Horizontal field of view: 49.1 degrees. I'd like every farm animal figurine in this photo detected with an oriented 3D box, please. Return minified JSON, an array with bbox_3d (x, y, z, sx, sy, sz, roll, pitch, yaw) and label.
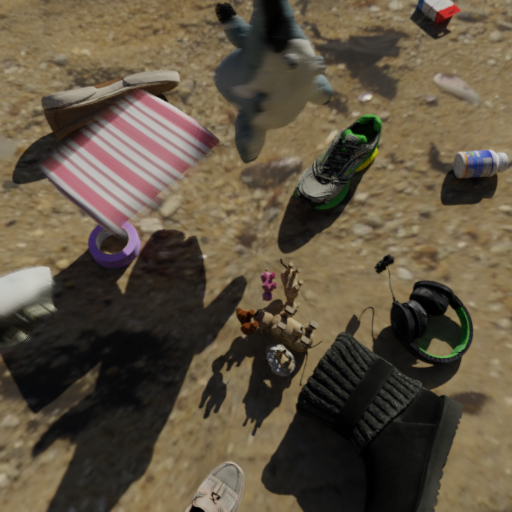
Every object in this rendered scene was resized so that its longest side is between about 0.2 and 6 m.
[{"bbox_3d":[0.437,1.092,9.891,1.635,0.852,1.617,-39,80,-27],"label":"farm animal figurine"}]

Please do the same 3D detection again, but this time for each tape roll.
[{"bbox_3d":[-2.749,-0.236,10.852,0.945,0.310,0.945,0,61,0],"label":"tape roll"}]

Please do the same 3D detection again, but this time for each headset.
[{"bbox_3d":[2.907,0.890,9.834,1.335,1.016,2.162,-40,80,-20],"label":"headset"}]

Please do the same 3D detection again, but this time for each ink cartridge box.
[{"bbox_3d":[4.599,-6.224,14.106,0.566,0.328,0.975,-29,65,-15],"label":"ink cartridge box"}]

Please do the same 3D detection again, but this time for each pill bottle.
[{"bbox_3d":[4.662,-1.909,11.629,0.972,0.545,0.545,-4,61,-2],"label":"pill bottle"}]

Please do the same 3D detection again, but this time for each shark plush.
[{"bbox_3d":[-0.136,-2.959,8.556,2.047,4.505,1.876,-40,86,6],"label":"shark plush"}]

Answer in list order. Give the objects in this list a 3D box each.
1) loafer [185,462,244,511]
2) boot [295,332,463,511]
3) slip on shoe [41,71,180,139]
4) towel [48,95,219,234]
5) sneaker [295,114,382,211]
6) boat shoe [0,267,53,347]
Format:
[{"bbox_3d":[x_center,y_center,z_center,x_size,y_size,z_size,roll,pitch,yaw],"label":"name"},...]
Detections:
[{"bbox_3d":[-0.810,3.985,8.365,0.710,0.621,1.975,30,65,15],"label":"loafer"},{"bbox_3d":[1.569,2.916,8.584,2.351,1.183,3.144,29,55,7],"label":"boot"},{"bbox_3d":[-3.075,-3.337,12.255,3.001,1.141,0.909,-19,103,-19],"label":"slip on shoe"},{"bbox_3d":[-2.154,-1.662,9.891,1.890,0.386,2.583,37,72,28],"label":"towel"},{"bbox_3d":[1.650,-1.962,11.352,0.997,1.088,2.554,33,67,16],"label":"sneaker"},{"bbox_3d":[-2.849,0.650,6.473,0.792,2.240,0.713,-11,98,2],"label":"boat shoe"}]
